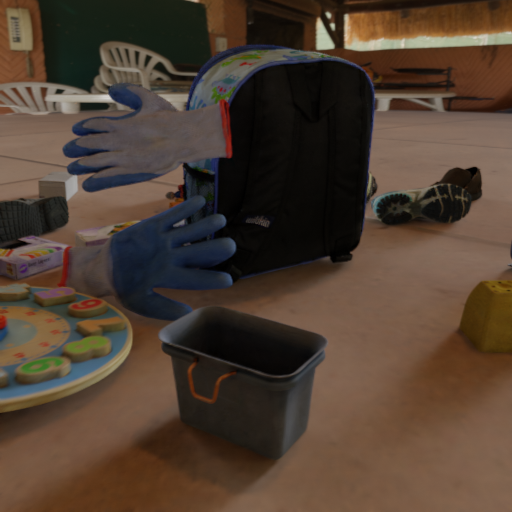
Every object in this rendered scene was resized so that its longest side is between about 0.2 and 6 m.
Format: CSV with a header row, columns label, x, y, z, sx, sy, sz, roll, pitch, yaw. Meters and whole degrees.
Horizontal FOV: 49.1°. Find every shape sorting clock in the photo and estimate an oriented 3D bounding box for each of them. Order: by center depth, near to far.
label,x,y,z,sx,sy,sz,roll,pitch,yaw
shape sorting clock,-3.200,0.949,6.863,3.295,0.646,3.295,3,20,-1

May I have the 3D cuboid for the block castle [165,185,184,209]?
label,x,y,z,sx,sy,sz,roll,pitch,yaw
block castle,-1.360,-1.894,13.331,1.477,2.104,3.149,-6,19,-15

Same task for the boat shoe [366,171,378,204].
label,x,y,z,sx,sy,sz,roll,pitch,yaw
boat shoe,3.010,-1.912,15.441,0.798,0.706,2.179,-38,20,29

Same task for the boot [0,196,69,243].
label,x,y,z,sx,sy,sz,roll,pitch,yaw
boot,-5.542,-0.738,12.071,1.853,0.961,2.837,-1,11,15

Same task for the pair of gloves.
label,x,y,z,sx,sy,sz,roll,pitch,yaw
pair of gloves,-1.708,-0.887,8.392,3.026,3.764,0.429,-6,-9,21

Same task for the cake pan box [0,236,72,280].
label,x,y,z,sx,sy,sz,roll,pitch,yaw
cake pan box,-4.325,0.007,10.465,1.353,0.354,1.246,13,21,34

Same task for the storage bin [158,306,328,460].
label,x,y,z,sx,sy,sz,roll,pitch,yaw
storage bin,-0.171,1.296,5.565,1.565,1.051,1.139,11,21,31

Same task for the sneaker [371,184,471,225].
label,x,y,z,sx,sy,sz,roll,pitch,yaw
sneaker,3.936,-1.324,13.508,2.417,0.938,1.043,-2,16,-5

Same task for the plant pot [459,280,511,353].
label,x,y,z,sx,sy,sz,roll,pitch,yaw
plant pot,3.277,0.764,7.524,0.776,0.799,0.781,0,18,-1

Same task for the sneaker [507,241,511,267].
label,x,y,z,sx,sy,sz,roll,pitch,yaw
sneaker,4.980,0.069,9.598,1.151,0.743,2.121,13,15,20

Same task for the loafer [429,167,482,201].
label,x,y,z,sx,sy,sz,roll,pitch,yaw
loafer,5.201,-1.893,15.030,1.006,0.983,2.755,16,25,39

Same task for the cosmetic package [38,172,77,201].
label,x,y,z,sx,sy,sz,roll,pitch,yaw
cosmetic package,-5.578,-1.963,15.823,0.768,0.648,1.438,1,16,-7

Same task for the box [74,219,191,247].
label,x,y,z,sx,sy,sz,roll,pitch,yaw
box,-1.884,-0.376,11.034,3.259,0.675,0.631,-12,28,-34

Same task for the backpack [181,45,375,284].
label,x,y,z,sx,sy,sz,roll,pitch,yaw
backpack,0.229,-1.825,10.092,3.360,3.672,2.699,-10,31,-26
